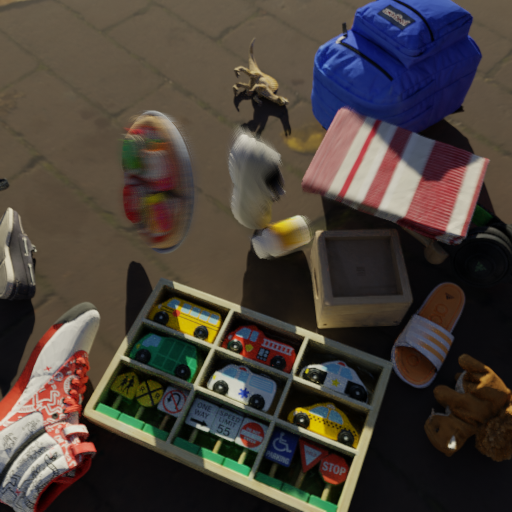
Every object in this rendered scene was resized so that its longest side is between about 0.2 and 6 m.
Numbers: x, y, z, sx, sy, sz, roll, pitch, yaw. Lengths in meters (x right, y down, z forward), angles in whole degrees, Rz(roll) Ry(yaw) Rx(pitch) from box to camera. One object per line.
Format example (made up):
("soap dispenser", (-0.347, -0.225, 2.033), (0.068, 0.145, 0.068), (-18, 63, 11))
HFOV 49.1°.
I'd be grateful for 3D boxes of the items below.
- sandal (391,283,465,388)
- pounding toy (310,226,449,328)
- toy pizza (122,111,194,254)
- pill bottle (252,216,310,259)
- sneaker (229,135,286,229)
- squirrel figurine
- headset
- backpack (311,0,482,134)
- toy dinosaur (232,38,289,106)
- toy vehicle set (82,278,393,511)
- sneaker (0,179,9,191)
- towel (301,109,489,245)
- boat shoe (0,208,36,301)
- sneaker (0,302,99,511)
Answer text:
("sandal", (2.688, 1.070, 8.578), (0.744, 0.557, 1.943), (27, 63, 15))
("pounding toy", (1.958, 0.131, 8.907), (2.094, 0.958, 1.840), (-2, 59, -4))
("toy pizza", (-1.657, -1.114, 8.734), (0.351, 2.216, 2.216), (-11, 57, -35))
("pill bottle", (0.405, -0.288, 9.337), (0.883, 0.490, 0.490), (-23, 62, -11))
("sneaker", (0.077, -1.006, 8.968), (0.815, 1.988, 0.743), (22, 65, 19))
("squirrel figurine", (3.014, 2.268, 7.706), (1.314, 0.930, 1.227), (32, 71, 21))
("headset", (3.634, 0.107, 8.835), (1.654, 1.259, 2.679), (-12, 54, -43))
("backpack", (2.350, -3.436, 10.256), (2.772, 2.327, 2.253), (-35, 58, -17))
("toy dinosaur", (-0.017, -3.608, 11.482), (0.928, 0.534, 1.836), (-16, 67, -27))
("toy vehicle set", (-0.213, 1.984, 8.073), (3.782, 0.501, 2.350), (19, 61, 11))
("sneaker", (-5.456, -1.625, 9.855), (2.360, 1.311, 3.374), (8, 69, 3))
("towel", (2.175, -1.288, 8.732), (2.543, 0.289, 1.832), (22, 59, 12))
("boat shoe", (-4.001, -0.014, 9.354), (0.563, 0.652, 1.794), (18, 42, -41))
("sneaker", (-2.656, 2.106, 7.770), (1.497, 0.933, 2.793), (28, 67, 14))
